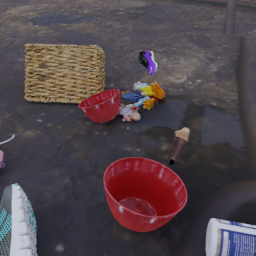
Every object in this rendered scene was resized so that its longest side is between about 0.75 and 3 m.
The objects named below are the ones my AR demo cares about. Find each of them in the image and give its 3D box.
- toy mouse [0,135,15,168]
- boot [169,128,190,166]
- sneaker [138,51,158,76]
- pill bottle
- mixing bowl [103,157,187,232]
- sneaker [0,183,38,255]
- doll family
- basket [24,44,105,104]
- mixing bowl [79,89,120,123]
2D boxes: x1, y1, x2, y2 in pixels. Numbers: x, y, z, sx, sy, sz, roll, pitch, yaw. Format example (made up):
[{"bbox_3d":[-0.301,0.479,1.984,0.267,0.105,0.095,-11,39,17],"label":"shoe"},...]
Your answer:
[{"bbox_3d":[-3.952,0.836,7.573,2.320,0.449,2.062,28,46,30],"label":"toy mouse"},{"bbox_3d":[1.237,0.528,7.239,0.406,1.123,0.934,26,75,8],"label":"boot"},{"bbox_3d":[0.533,-1.921,8.242,0.498,0.348,1.002,7,46,-18],"label":"sneaker"},{"bbox_3d":[2.285,2.278,5.450,1.404,0.780,0.780,8,38,10],"label":"pill bottle"},{"bbox_3d":[0.278,1.558,6.077,1.789,0.969,1.789,10,29,-6],"label":"mixing bowl"},{"bbox_3d":[-2.436,2.247,5.322,1.291,1.098,2.830,-15,39,-12],"label":"sneaker"},{"bbox_3d":[0.493,-1.032,9.511,2.048,0.923,1.271,-34,44,-31],"label":"doll family"},{"bbox_3d":[-2.345,-2.007,10.880,2.859,2.130,2.041,1,5,2],"label":"basket"},{"bbox_3d":[-0.815,-0.646,9.094,1.392,0.754,1.392,-17,23,7],"label":"mixing bowl"}]
